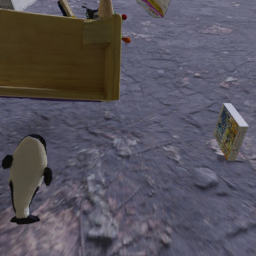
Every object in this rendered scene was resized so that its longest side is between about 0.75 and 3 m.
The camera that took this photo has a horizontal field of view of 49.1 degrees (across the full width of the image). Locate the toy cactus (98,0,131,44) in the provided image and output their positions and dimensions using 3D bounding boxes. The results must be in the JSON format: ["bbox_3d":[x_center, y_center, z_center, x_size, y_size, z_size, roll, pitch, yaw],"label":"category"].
[{"bbox_3d":[-0.498,-2.552,6.998,0.853,1.377,1.669,30,56,21],"label":"toy cactus"}]

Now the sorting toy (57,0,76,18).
[{"bbox_3d":[-1.444,-2.683,6.510,0.335,1.867,2.506,-24,50,-1],"label":"sorting toy"}]

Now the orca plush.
[{"bbox_3d":[-1.257,0.653,3.778,0.676,1.285,0.457,1,15,9],"label":"orca plush"}]

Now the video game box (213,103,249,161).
[{"bbox_3d":[1.869,0.058,5.182,0.194,0.754,0.828,1,32,-5],"label":"video game box"}]

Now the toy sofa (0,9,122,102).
[{"bbox_3d":[-1.543,-0.963,3.869,2.803,1.161,1.368,1,3,-18],"label":"toy sofa"}]

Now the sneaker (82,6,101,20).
[{"bbox_3d":[-1.227,-3.288,8.844,1.584,1.108,0.616,-45,44,-14],"label":"sneaker"}]

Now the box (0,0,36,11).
[{"bbox_3d":[-3.611,-4.641,8.380,0.625,2.078,1.212,10,47,16],"label":"box"}]

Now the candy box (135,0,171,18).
[{"bbox_3d":[0.977,-4.705,9.113,0.539,1.768,1.205,20,-2,45],"label":"candy box"}]
